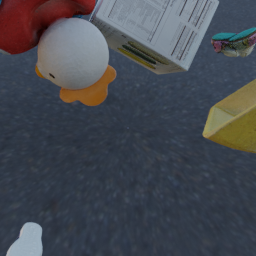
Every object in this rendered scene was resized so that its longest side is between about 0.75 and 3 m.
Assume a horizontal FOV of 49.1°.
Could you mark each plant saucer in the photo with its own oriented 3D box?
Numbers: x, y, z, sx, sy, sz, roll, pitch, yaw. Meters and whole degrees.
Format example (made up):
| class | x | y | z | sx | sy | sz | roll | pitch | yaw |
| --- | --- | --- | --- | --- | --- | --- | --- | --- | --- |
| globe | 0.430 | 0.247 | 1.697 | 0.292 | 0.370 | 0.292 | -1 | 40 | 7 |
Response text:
| class | x | y | z | sx | sy | sz | roll | pitch | yaw |
| --- | --- | --- | --- | --- | --- | --- | --- | --- | --- |
| plant saucer | 2.578 | -0.647 | 4.058 | 0.695 | 2.869 | 2.869 | 55 | 22 | 1 |

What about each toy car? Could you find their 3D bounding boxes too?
| class | x | y | z | sx | sy | sz | roll | pitch | yaw |
| --- | --- | --- | --- | --- | --- | --- | --- | --- | --- |
| toy car | -1.302 | -1.438 | 4.817 | 2.243 | 2.536 | 2.337 | -27 | 5 | -2 |

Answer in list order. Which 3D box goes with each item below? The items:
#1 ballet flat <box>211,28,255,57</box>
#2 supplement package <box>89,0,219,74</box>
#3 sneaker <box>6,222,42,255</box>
| class | x | y | z | sx | sy | sz | roll | pitch | yaw |
| --- | --- | --- | --- | --- | --- | --- | --- | --- | --- |
| ballet flat | 2.462 | -1.901 | 6.363 | 0.565 | 0.582 | 1.634 | -30 | 18 | -5 |
| supplement package | 0.399 | -2.290 | 5.862 | 2.042 | 1.538 | 1.549 | 25 | 0 | -19 |
| sneaker | -1.231 | 1.552 | 3.177 | 0.349 | 0.635 | 0.867 | 22 | 7 | -13 |
